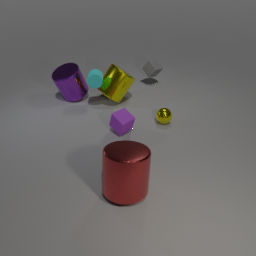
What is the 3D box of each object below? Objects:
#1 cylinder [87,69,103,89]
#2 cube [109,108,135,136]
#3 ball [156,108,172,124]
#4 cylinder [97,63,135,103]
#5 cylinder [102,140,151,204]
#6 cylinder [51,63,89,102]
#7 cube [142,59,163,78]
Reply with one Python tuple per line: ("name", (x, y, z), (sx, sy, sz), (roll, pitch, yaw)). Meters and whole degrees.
("cylinder", (-1.498, -2.256, 12.848), (0.700, 0.700, 0.700), (-2, 30, -3))
("cube", (-0.240, -0.256, 11.267), (0.700, 0.700, 0.700), (-28, 62, -33))
("ball", (1.558, -0.527, 12.087), (0.700, 0.700, 0.700), (0, 31, 0))
("cylinder", (-0.593, -2.194, 13.667), (1.400, 1.400, 1.400), (34, 13, -9))
("cylinder", (-0.056, 1.268, 8.259), (1.400, 1.400, 1.400), (2, 22, -1))
("cylinder", (-2.851, -2.267, 13.904), (1.400, 1.400, 1.400), (-11, 47, 11))
("cube", (1.373, -3.319, 15.577), (0.700, 0.700, 0.700), (-22, 75, -44))
